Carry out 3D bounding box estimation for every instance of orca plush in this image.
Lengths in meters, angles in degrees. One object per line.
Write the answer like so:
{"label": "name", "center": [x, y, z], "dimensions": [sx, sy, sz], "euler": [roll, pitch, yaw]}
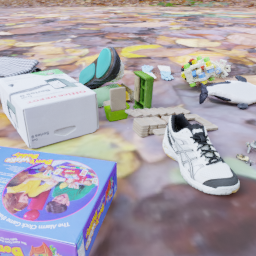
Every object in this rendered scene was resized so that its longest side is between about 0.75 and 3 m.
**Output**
{"label": "orca plush", "center": [3.012, -0.916, 8.421], "dimensions": [2.023, 0.719, 1.064], "euler": [-13, 74, -15]}

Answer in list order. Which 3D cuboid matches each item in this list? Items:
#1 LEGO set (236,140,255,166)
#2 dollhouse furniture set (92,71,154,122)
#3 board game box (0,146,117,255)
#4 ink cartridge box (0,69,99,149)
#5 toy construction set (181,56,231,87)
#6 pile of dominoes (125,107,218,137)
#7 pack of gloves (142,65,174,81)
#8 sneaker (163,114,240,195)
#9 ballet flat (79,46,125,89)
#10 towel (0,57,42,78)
{"label": "LEGO set", "center": [2.756, 0.447, 5.890], "dimensions": [0.670, 0.293, 1.032], "euler": [20, 33, 33]}
{"label": "dollhouse furniture set", "center": [-0.389, -1.177, 8.164], "dimensions": [1.395, 1.068, 2.129], "euler": [-13, 30, -23]}
{"label": "board game box", "center": [-1.658, 1.069, 4.364], "dimensions": [2.616, 0.586, 1.759], "euler": [7, 28, 13]}
{"label": "ink cartridge box", "center": [-2.068, -0.628, 7.148], "dimensions": [1.780, 1.025, 2.439], "euler": [-18, 32, -30]}
{"label": "toy construction set", "center": [2.758, -2.139, 10.064], "dimensions": [1.466, 1.030, 2.236], "euler": [-9, 8, 41]}
{"label": "pile of dominoes", "center": [1.049, -0.116, 7.184], "dimensions": [1.967, 0.313, 1.533], "euler": [-4, 26, -26]}
{"label": "pack of gloves", "center": [1.130, -2.086, 10.932], "dimensions": [1.174, 0.276, 1.397], "euler": [5, 33, -5]}
{"label": "sneaker", "center": [1.286, 0.408, 5.324], "dimensions": [0.776, 0.899, 2.052], "euler": [-11, 31, -24]}
{"label": "ballet flat", "center": [-0.684, -1.800, 8.726], "dimensions": [1.027, 1.027, 2.812], "euler": [-16, 2, -27]}
{"label": "towel", "center": [-4.199, -1.857, 9.632], "dimensions": [2.051, 0.878, 1.699], "euler": [10, 28, 19]}
